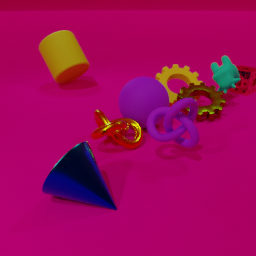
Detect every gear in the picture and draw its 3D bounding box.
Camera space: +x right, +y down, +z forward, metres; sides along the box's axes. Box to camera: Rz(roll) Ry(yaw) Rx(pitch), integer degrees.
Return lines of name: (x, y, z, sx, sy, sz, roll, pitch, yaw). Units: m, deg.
gear: (1.526, -1.268, 8.511, 1.445, 0.267, 1.445, 1, 64, -3)
gear: (2.015, -0.762, 7.770, 1.295, 0.240, 1.295, -1, 48, 2)

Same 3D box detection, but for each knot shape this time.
knot shape: (0.857, -0.075, 5.407, 0.997, 1.065, 0.492, -1, 24, 8)
knot shape: (-0.216, 0.045, 6.205, 1.188, 0.587, 1.270, 15, 10, -14)

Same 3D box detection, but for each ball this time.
ball: (0.396, -0.641, 6.984, 1.267, 1.267, 1.267, 0, 25, 0)

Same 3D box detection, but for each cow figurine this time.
cow figurine: (3.095, -1.561, 8.700, 1.373, 0.754, 1.351, 21, 48, -44)

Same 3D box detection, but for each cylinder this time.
cylinder: (-2.318, -2.570, 10.233, 1.380, 1.380, 1.380, -28, -6, -3)

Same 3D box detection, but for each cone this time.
cone: (-0.588, 0.952, 4.452, 1.069, 1.065, 1.065, 37, 36, 11)

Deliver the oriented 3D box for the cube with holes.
cube with holes: (4.049, -1.684, 9.829, 0.806, 0.806, 0.806, -21, 32, -38)
